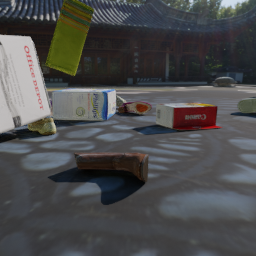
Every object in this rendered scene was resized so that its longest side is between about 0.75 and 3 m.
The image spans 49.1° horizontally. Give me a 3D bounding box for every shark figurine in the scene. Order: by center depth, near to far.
[{"bbox_3d":[-1.221,-1.375,14.077,2.348,0.980,1.403,18,-15,38],"label":"shark figurine"}]

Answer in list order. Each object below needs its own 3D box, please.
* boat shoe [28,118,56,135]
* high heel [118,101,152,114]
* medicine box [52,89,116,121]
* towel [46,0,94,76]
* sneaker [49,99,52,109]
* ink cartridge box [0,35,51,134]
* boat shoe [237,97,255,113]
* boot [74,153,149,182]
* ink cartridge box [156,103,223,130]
[{"bbox_3d":[-2.460,-0.140,7.937,0.535,0.462,1.468,-7,12,-33],"label":"boat shoe"},{"bbox_3d":[0.404,-0.958,12.083,1.674,0.564,0.805,3,21,33],"label":"high heel"},{"bbox_3d":[-1.599,-0.940,10.741,2.039,1.049,1.857,1,11,6],"label":"medicine box"},{"bbox_3d":[-2.244,-3.589,10.934,1.223,2.841,0.256,16,-3,-24],"label":"towel"},{"bbox_3d":[-3.887,-1.102,13.383,1.308,0.526,0.578,-3,16,10],"label":"sneaker"},{"bbox_3d":[-3.375,-0.930,6.447,1.258,2.161,2.988,-6,12,24],"label":"ink cartridge box"},{"bbox_3d":[5.854,-1.022,11.780,2.274,0.860,0.686,8,19,36],"label":"boat shoe"},{"bbox_3d":[-0.300,0.549,4.278,1.219,0.392,1.136,4,-2,4],"label":"boot"},{"bbox_3d":[1.911,-0.390,8.731,1.614,0.677,1.417,-4,12,-23],"label":"ink cartridge box"}]
